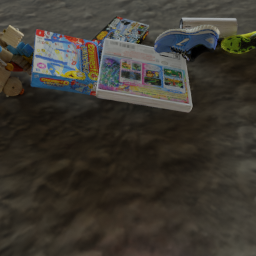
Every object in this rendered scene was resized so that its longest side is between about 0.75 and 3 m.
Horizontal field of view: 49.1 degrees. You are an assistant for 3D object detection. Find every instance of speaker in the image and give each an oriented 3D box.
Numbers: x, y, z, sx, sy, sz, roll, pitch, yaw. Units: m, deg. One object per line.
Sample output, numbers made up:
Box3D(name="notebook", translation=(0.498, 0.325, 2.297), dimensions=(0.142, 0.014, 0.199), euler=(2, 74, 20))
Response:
Box3D(name="speaker", translation=(2.981, -3.694, 10.488), dimensions=(2.029, 0.824, 0.824), euler=(1, 51, 0))

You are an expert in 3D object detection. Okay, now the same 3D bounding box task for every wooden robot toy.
Box3D(name="wooden robot toy", translation=(-3.828, -1.570, 8.682), dimensions=(1.289, 1.328, 2.926), euler=(17, 80, 58))

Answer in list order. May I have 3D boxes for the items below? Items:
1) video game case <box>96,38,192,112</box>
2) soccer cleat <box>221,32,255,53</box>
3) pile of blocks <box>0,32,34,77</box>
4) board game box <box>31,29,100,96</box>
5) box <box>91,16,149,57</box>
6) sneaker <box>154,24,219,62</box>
Box3D(name="video game case", translation=(0.526, -1.730, 8.854), dimensions=(2.838, 0.336, 2.583), euler=(9, 51, -8))
Box3D(name="soccer cleat", translation=(4.371, -3.178, 10.333), dimensions=(2.037, 0.658, 0.852), euler=(-10, 22, -3))
Box3D(name="pile of blocks", translation=(-3.948, -2.379, 9.253), dimensions=(2.729, 1.120, 0.848), euler=(16, 53, 12))
Box3D(name="board game box", translation=(-1.942, -2.082, 8.888), dimensions=(2.035, 0.581, 2.079), euler=(6, 51, -21))
Box3D(name="box", translation=(-0.319, -3.325, 10.442), dimensions=(1.465, 0.427, 2.139), euler=(23, 55, 16))
Box3D(name="sneaker", translation=(1.499, -2.208, 7.533), dimensions=(1.789, 0.703, 0.797), euler=(1, 79, 34))
